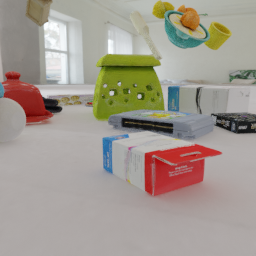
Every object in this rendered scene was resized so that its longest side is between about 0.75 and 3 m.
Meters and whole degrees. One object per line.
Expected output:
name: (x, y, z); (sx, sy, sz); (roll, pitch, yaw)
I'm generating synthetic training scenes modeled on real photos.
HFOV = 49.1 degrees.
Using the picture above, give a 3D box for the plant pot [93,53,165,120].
plant pot: (-0.059, -1.419, 9.414); (2.224, 2.018, 2.213); (-1, 10, -10)

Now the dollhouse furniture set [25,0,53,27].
dollhouse furniture set: (-1.725, -3.022, 4.970); (1.429, 1.616, 0.899); (37, 52, -1)

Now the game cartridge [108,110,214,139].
game cartridge: (0.856, -0.156, 7.058); (2.316, 0.469, 1.544); (8, 10, 36)

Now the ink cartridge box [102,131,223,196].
ink cartridge box: (0.380, 0.429, 3.670); (0.856, 0.495, 1.473); (-7, 13, -33)

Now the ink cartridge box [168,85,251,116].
ink cartridge box: (2.819, -1.001, 9.911); (1.686, 0.982, 2.332); (-10, 15, -42)

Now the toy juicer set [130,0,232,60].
toy juicer set: (1.088, -2.420, 6.276); (2.723, 0.741, 1.732); (-22, 63, -41)

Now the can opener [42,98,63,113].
can opener: (-3.451, -0.817, 10.180); (2.423, 0.953, 0.768); (6, -27, 17)

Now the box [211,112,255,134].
box: (2.986, -0.161, 7.300); (1.138, 0.309, 1.421); (-2, 11, -10)

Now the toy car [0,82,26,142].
toy car: (-3.226, -0.467, 5.396); (1.893, 1.622, 2.163); (3, 11, 20)

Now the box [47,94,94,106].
box: (-2.499, -1.317, 12.950); (2.413, 0.500, 0.467); (-4, 13, -26)

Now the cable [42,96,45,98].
cable: (-3.998, -1.159, 10.583); (1.995, 0.507, 1.627); (7, -24, -28)

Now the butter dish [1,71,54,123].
butter dish: (-3.333, -0.914, 8.201); (1.974, 1.459, 1.968); (-5, 13, -27)

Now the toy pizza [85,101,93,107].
toy pizza: (-1.413, -1.121, 12.552); (1.058, 0.168, 1.058); (-4, 14, 1)
